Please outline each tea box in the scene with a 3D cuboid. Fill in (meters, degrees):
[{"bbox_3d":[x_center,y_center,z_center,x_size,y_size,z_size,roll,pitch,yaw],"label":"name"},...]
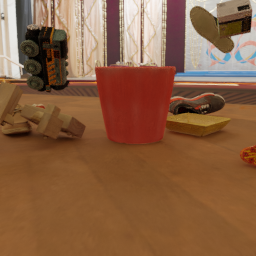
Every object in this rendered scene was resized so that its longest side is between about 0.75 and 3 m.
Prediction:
[{"bbox_3d":[2.883,-2.991,7.638,0.843,0.563,0.829,-7,-30,16],"label":"tea box"}]

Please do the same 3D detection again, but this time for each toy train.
[{"bbox_3d":[-2.781,-2.298,9.666,1.453,2.551,1.087,3,45,-5],"label":"toy train"}]

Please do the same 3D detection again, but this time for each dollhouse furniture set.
[{"bbox_3d":[-3.359,0.201,8.487,2.606,2.233,2.741,15,-14,26],"label":"dollhouse furniture set"}]

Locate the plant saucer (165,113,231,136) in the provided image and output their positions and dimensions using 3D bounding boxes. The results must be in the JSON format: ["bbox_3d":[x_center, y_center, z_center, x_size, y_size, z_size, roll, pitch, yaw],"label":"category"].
[{"bbox_3d":[2.472,-0.127,10.359,1.959,0.475,1.959,12,17,43],"label":"plant saucer"}]

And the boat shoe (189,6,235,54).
[{"bbox_3d":[3.292,-3.831,10.854,2.220,0.830,0.736,43,35,5],"label":"boat shoe"}]

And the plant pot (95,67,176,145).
[{"bbox_3d":[0.244,-0.811,9.072,2.630,2.327,2.630,-1,12,0],"label":"plant pot"}]

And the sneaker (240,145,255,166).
[{"bbox_3d":[3.326,0.687,6.759,1.469,0.536,0.567,1,-10,-14],"label":"sneaker"}]

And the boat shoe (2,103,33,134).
[{"bbox_3d":[-4.209,-0.392,10.487,1.020,0.923,2.861,-6,13,-25],"label":"boat shoe"}]

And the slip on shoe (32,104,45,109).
[{"bbox_3d":[-4.326,-0.799,13.534,0.663,0.548,1.791,-45,6,-3],"label":"slip on shoe"}]

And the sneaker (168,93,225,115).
[{"bbox_3d":[3.299,-0.859,13.181,2.885,1.112,1.181,-7,33,-7],"label":"sneaker"}]
